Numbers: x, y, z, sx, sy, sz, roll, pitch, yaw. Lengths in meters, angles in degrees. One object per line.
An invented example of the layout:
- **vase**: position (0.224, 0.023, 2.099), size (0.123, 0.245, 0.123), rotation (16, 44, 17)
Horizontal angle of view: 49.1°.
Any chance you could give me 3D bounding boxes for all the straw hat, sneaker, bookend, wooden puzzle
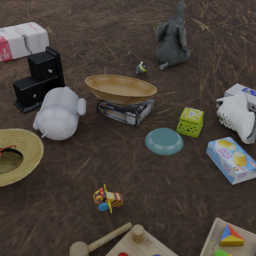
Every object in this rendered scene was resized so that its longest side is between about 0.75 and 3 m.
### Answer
- **straw hat**: position (-3.791, 1.154, 8.687), size (2.497, 1.057, 2.497), rotation (1, 42, -1)
- **sneaker**: position (0.613, -2.968, 14.052), size (0.569, 0.520, 1.406), rotation (-33, 7, 14)
- **bookend**: position (-3.870, -2.060, 11.853), size (2.121, 2.134, 0.983), rotation (-29, 47, -32)
- **wooden puzzle**: position (2.800, 3.152, 6.728), size (1.898, 0.439, 1.758), rotation (21, 43, 24)
- **sneaker**: position (4.137, -0.327, 10.774), size (1.266, 1.083, 2.908), rotation (-5, 31, 11)

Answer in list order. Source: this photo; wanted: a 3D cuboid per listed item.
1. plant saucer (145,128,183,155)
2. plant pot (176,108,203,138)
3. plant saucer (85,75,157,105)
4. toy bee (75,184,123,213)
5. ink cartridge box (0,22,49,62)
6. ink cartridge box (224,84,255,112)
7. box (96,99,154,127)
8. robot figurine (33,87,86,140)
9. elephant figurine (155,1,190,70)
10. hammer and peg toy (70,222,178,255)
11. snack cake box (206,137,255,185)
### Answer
- **plant saucer**: position (1.330, 0.415, 10.276), size (1.420, 0.255, 1.420), rotation (0, 38, 0)
- **plant pot**: position (2.392, -0.258, 10.687), size (0.863, 0.787, 0.867), rotation (16, 43, 18)
- **plant saucer**: position (-0.299, -1.532, 11.344), size (2.895, 0.513, 2.895), rotation (7, 23, -3)
- **toy bee**: position (-0.651, 1.935, 7.577), size (1.285, 0.699, 0.841), rotation (-13, 53, -42)
- **ink cartridge box**: position (-6.363, -5.074, 16.302), size (2.910, 1.234, 2.119), rotation (-26, 45, -26)
- **ink cartridge box**: position (5.402, -1.238, 12.207), size (1.047, 0.413, 2.106), rotation (-30, 46, -32)
- **box**: position (-0.104, -0.905, 11.732), size (1.939, 0.469, 1.536), rotation (21, 44, 23)
- **robot figurine**: position (-2.545, -0.540, 10.511), size (2.130, 1.418, 2.511), rotation (-19, 37, 14)
- **elephant figurine**: position (2.321, -4.900, 14.777), size (2.024, 2.861, 2.220), rotation (-11, 40, -13)
- **hammer and peg toy**: position (0.021, 3.124, 6.328), size (2.766, 0.976, 2.035), rotation (30, 48, 32)
- **snack cake box**: position (3.421, 1.039, 9.277), size (0.900, 0.526, 1.566), rotation (-12, 40, -16)
